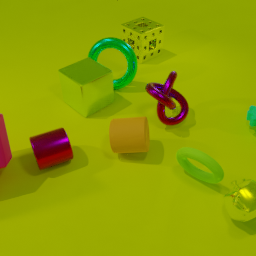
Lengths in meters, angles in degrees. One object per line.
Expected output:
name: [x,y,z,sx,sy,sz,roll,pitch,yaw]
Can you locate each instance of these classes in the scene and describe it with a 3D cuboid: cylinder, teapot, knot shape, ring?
cylinder: [-1.905,0.508,6.966,0.862,0.862,0.862,-18,45,-20]
teapot: [2.436,1.426,5.858,0.755,0.959,1.542,55,29,13]
cylinder: [0.057,0.181,7.147,0.893,0.893,0.893,-4,41,11]
knot shape: [1.163,-0.757,7.852,0.706,1.431,1.529,-13,18,36]
ring: [1.623,0.856,6.391,1.173,1.173,0.235,27,67,26]
ring: [-0.526,-2.104,9.253,1.724,1.724,0.345,9,27,9]

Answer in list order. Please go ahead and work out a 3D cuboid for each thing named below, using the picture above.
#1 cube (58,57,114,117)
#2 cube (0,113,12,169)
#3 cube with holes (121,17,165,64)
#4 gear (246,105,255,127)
cube: [-1.272,-1.286,8.708,1.192,1.192,1.192,-32,51,-31]
cube: [-3.385,0.346,6.302,1.157,1.157,1.157,-11,8,-15]
cube with holes: [0.561,-3.516,11.162,1.206,1.206,1.206,-31,50,-29]
gear: [4.022,-0.295,7.736,1.347,0.249,1.347,-4,33,3]
